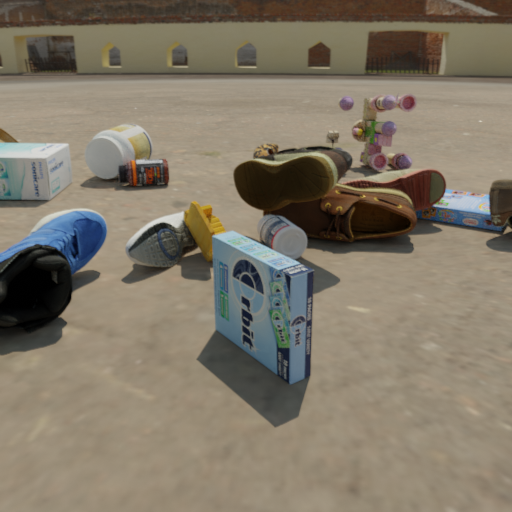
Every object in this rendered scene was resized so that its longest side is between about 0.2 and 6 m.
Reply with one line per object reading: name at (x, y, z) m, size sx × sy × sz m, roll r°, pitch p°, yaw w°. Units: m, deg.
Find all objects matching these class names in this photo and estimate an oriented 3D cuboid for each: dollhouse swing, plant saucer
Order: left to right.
plant saucer at (-6.666, -2.881, 15.174) m, size 0.275 × 1.556 × 1.556 m, roll -41°, pitch 25°, yaw 4°
dollhouse swing at (-0.678, -0.489, 9.003) m, size 0.787 × 0.761 × 0.866 m, roll -18°, pitch 71°, yaw -37°

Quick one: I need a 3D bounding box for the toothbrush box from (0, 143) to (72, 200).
toothbrush box at (-5.701, -1.991, 12.966) m, size 2.374 × 1.012 × 1.738 m, roll -1°, pitch 21°, yaw -1°

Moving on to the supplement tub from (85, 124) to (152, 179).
supplement tub at (-3.539, -2.692, 14.472) m, size 1.224 × 1.224 × 1.695 m, roll 5°, pitch 23°, yaw 13°

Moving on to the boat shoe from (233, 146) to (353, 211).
boat shoe at (0.566, -1.308, 9.373) m, size 0.829 × 0.937 × 2.559 m, roll -26°, pitch 20°, yaw -32°

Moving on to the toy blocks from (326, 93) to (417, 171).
toy blocks at (3.143, -3.227, 14.705) m, size 2.196 × 2.052 × 1.848 m, roll -1°, pitch 16°, yaw -10°

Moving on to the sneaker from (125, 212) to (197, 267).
sneaker at (-1.597, -0.255, 9.265) m, size 0.860 × 0.735 × 1.974 m, roll -5°, pitch 12°, yaw 22°

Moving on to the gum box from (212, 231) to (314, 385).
gum box at (0.035, 0.529, 6.259) m, size 0.330 × 1.257 × 1.480 m, roll -15°, pitch 27°, yaw -34°

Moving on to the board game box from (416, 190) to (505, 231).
board game box at (4.124, -0.992, 11.352) m, size 1.883 × 0.345 × 1.425 m, roll 12°, pitch 25°, yaw 30°

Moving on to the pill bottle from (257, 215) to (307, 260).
pill bottle at (0.394, -0.344, 9.391) m, size 0.595 × 0.595 × 0.994 m, roll -7°, pitch 22°, yaw -18°

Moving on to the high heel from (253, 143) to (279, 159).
high heel at (0.532, -2.278, 13.890) m, size 1.427 × 0.715 × 2.002 m, roll 4°, pitch 38°, yaw 31°

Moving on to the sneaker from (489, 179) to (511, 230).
sneaker at (5.037, -0.735, 10.323) m, size 2.258 × 0.853 × 0.795 m, roll 13°, pitch -3°, yaw -28°

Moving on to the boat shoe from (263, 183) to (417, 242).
boat shoe at (1.475, -0.741, 9.867) m, size 2.721 × 0.979 × 0.919 m, roll 1°, pitch 22°, yaw 1°

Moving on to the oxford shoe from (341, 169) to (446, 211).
oxford shoe at (2.234, -1.107, 10.865) m, size 2.685 × 0.950 × 0.991 m, roll -10°, pitch 15°, yaw -7°

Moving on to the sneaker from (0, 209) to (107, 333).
sneaker at (-2.701, 0.144, 7.478) m, size 1.493 × 1.030 × 2.683 m, roll 8°, pitch 26°, yaw 34°

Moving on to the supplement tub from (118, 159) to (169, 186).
supplement tub at (-2.732, -2.011, 13.578) m, size 1.187 × 0.635 × 0.635 m, roll -6°, pitch 22°, yaw -13°
